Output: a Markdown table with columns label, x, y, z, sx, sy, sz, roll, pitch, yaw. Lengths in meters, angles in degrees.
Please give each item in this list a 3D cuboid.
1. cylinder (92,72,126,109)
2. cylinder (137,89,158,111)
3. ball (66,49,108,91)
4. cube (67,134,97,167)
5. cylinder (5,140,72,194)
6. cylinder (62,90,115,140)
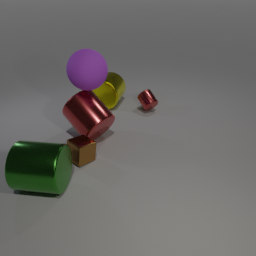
| label | x | y | z | sx | sy | sz | roll | pitch | yaw |
| --- | --- | --- | --- | --- | --- | --- | --- | --- | --- |
| cylinder | -0.951 | -1.750 | 13.117 | 1.400 | 1.400 | 1.400 | 7 | 29 | 13 |
| cylinder | 0.883 | -1.250 | 12.525 | 0.700 | 0.700 | 0.700 | -19 | 67 | -31 |
| ball | -1.392 | -1.984 | 9.567 | 1.400 | 1.400 | 1.400 | 0 | 28 | 0 |
| cube | -1.532 | 0.725 | 9.195 | 0.700 | 0.700 | 0.700 | 27 | 31 | 36 |
| cylinder | -2.449 | 1.091 | 7.875 | 1.400 | 1.400 | 1.400 | 4 | 29 | 7 |
| cylinder | -1.426 | -0.451 | 10.219 | 1.400 | 1.400 | 1.400 | 49 | 46 | 13 |
